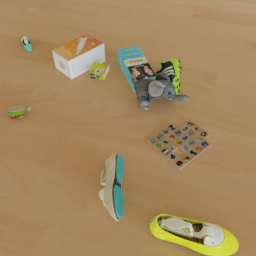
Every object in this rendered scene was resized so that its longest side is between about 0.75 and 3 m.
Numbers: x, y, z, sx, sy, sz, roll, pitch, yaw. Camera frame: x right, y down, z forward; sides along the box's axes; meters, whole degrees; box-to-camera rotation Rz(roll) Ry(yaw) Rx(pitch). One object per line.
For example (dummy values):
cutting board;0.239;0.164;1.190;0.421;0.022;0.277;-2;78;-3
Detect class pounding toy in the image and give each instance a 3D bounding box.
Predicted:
pounding toy;-4.407;-0.601;11.287;0.721;0.434;0.934;5;20;14

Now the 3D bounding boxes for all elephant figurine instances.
elephant figurine;1.262;-1.568;11.100;1.832;1.421;1.296;-20;59;29

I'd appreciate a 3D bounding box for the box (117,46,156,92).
box;0.373;-2.810;13.088;1.095;0.654;2.660;-14;49;-12

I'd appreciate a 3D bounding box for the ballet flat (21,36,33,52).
ballet flat;-5.390;-4.580;14.860;0.457;0.478;1.358;-22;50;-19

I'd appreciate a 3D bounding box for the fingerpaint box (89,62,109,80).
fingerpaint box;-1.347;-2.678;13.195;0.733;0.322;0.879;9;48;9

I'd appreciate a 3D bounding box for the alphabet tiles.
alphabet tiles;2.007;0.459;10.456;2.045;0.077;1.710;-31;54;-26

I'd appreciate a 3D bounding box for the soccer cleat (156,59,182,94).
soccer cleat;1.769;-2.148;12.458;1.065;0.887;2.628;-4;43;19

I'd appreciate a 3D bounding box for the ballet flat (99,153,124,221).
ballet flat;-0.531;1.847;8.816;0.807;0.807;2.322;1;46;1

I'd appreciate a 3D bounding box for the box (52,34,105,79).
box;-2.318;-3.464;13.438;1.315;1.031;2.115;36;56;29

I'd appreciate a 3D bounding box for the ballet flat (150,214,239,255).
ballet flat;1.830;2.879;7.682;2.486;0.833;0.830;10;48;9
